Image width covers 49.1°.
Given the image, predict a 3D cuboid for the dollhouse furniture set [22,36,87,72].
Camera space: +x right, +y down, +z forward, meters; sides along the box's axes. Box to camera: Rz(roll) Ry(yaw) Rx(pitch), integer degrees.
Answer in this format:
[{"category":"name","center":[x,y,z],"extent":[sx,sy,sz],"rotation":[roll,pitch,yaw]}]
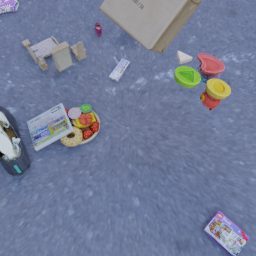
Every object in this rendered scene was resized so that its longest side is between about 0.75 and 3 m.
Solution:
[{"category":"dollhouse furniture set","center":[-2.703,-3.069,9.972],"extent":[1.657,0.949,1.943],"rotation":[-33,66,-17]}]

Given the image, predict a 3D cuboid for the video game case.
[{"category":"video game case","center":[-2.391,-0.048,8.531],"extent":[1.256,0.139,1.143],"rotation":[-29,56,0]}]

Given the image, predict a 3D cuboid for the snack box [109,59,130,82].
[{"category":"snack box","center":[-0.286,-2.052,9.882],"extent":[0.337,0.114,0.936],"rotation":[25,64,13]}]

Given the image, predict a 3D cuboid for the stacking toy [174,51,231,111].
[{"category":"stacking toy","center":[1.700,-1.171,6.855],"extent":[1.333,0.622,1.472],"rotation":[13,50,-4]}]

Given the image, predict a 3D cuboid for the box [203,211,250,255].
[{"category":"box","center":[2.522,2.724,7.197],"extent":[0.657,0.188,0.960],"rotation":[-41,69,-20]}]

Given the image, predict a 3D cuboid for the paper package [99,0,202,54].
[{"category":"paper package","center":[0.449,-2.559,5.777],"extent":[1.535,0.794,1.463],"rotation":[45,113,14]}]

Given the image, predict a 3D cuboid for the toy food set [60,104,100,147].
[{"category":"toy food set","center":[-1.558,-0.119,8.687],"extent":[1.373,0.334,1.359],"rotation":[-23,63,-11]}]

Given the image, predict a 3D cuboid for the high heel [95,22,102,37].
[{"category":"high heel","center":[-1.130,-3.875,10.746],"extent":[0.259,0.369,0.768],"rotation":[-14,62,-7]}]

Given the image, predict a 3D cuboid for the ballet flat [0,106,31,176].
[{"category":"ballet flat","center":[-3.668,0.159,8.188],"extent":[0.998,0.998,2.731],"rotation":[-29,65,-15]}]

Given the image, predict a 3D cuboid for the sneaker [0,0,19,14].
[{"category":"sneaker","center":[-4.952,-4.815,11.227],"extent":[0.730,0.464,1.281],"rotation":[30,65,12]}]
